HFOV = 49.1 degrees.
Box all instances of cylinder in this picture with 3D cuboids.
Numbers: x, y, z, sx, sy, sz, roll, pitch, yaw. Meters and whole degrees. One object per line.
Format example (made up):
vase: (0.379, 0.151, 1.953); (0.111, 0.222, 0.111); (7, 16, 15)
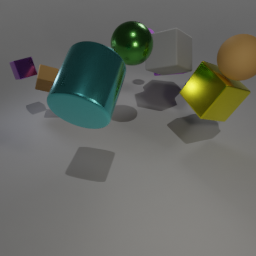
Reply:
cylinder: (-0.875, -0.909, 6.173); (1.400, 1.400, 1.400); (9, 63, 14)

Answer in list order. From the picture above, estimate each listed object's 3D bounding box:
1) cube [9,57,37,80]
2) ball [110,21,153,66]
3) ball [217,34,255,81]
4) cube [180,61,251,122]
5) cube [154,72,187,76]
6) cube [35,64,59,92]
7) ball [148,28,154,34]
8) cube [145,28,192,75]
cube: (-4.034, -2.298, 10.800); (0.700, 0.700, 0.700); (-26, 21, -31)
ball: (0.127, -2.752, 9.159); (1.400, 1.400, 1.400); (0, 33, 0)
ball: (3.475, -2.170, 8.647); (1.400, 1.400, 1.400); (0, 33, 0)
cube: (2.939, -1.215, 9.584); (1.400, 1.400, 1.400); (4, 42, -38)
cube: (2.017, -3.213, 12.926); (1.400, 1.400, 1.400); (0, 14, 25)
cube: (-3.077, -1.857, 10.620); (0.700, 0.700, 0.700); (11, 56, -19)
ball: (0.882, -4.195, 12.821); (0.700, 0.700, 0.700); (0, 33, 0)
cube: (1.634, -2.966, 11.141); (1.400, 1.400, 1.400); (-1, 0, 37)
